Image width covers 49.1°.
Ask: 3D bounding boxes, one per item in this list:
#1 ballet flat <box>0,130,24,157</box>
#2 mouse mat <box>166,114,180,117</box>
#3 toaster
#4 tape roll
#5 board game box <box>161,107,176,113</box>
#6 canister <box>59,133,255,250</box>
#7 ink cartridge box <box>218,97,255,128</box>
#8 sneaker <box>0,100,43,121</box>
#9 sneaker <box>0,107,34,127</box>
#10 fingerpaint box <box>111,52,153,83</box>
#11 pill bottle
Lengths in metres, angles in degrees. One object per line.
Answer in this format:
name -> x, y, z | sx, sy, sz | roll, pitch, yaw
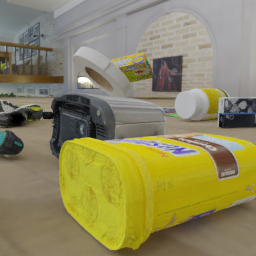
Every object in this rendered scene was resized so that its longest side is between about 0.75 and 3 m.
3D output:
ballet flat -> -2.974, 0.367, 6.470 | 1.829, 0.668, 0.668 | -1, 6, 43
mouse mat -> 2.773, -0.703, 15.561 | 1.163, 0.054, 1.445 | -3, 10, -20
toaster -> -0.438, 0.063, 5.432 | 1.614, 1.420, 2.498 | -2, 10, -39
tape roll -> -0.928, -1.934, 10.198 | 2.452, 0.448, 2.452 | 36, -10, 7
board game box -> 2.424, -1.163, 17.901 | 1.612, 0.278, 1.091 | -2, 9, -16
canister -> 0.437, 0.578, 3.552 | 2.161, 0.935, 1.605 | -4, 7, -34
ink cartridge box -> 4.697, -0.614, 10.923 | 2.378, 1.182, 0.466 | -3, 8, -12
sneaker -> -5.169, -0.626, 12.426 | 1.135, 0.999, 2.683 | -1, -3, 39
sneaker -> -4.412, -0.411, 11.460 | 0.942, 0.692, 2.082 | 6, 13, 21
fingerpaint box -> 0.143, -2.120, 10.040 | 1.239, 0.454, 1.033 | -9, -26, 19
pill bottle -> 3.583, -1.141, 13.423 | 2.627, 1.501, 1.501 | -6, 10, -38
